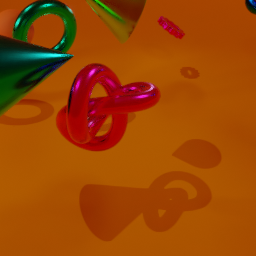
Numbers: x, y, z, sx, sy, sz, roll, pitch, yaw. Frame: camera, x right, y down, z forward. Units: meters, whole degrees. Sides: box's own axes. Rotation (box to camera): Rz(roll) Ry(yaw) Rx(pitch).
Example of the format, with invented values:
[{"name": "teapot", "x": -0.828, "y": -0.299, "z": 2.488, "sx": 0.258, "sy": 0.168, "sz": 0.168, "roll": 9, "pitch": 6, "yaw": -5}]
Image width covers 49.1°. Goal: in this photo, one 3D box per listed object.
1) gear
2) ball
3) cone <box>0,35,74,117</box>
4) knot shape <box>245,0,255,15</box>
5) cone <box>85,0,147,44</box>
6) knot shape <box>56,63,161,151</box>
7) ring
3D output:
[{"name": "gear", "x": 1.579, "y": -3.654, "z": 10.203, "sx": 1.102, "sy": 0.204, "sz": 1.102, "roll": 27, "pitch": 33, "yaw": -19}, {"name": "ball", "x": -2.883, "y": -2.501, "z": 7.116, "sx": 0.952, "sy": 0.952, "sz": 0.952, "roll": 0, "pitch": 36, "yaw": 0}, {"name": "cone", "x": -1.556, "y": -0.897, "z": 4.079, "sx": 1.561, "sy": 1.555, "sz": 1.555, "roll": -16, "pitch": 39, "yaw": -13}, {"name": "knot shape", "x": 2.531, "y": -2.351, "z": 4.743, "sx": 0.584, "sy": 1.265, "sz": 1.184, "roll": -34, "pitch": 32, "yaw": -18}, {"name": "cone", "x": -0.422, "y": -2.273, "z": 4.905, "sx": 1.188, "sy": 1.184, "sz": 1.184, "roll": 18, "pitch": 32, "yaw": -20}, {"name": "knot shape", "x": -0.479, "y": -0.211, "z": 4.752, "sx": 1.895, "sy": 1.773, "sz": 0.876, "roll": -13, "pitch": 64, "yaw": -47}, {"name": "ring", "x": -1.999, "y": -2.322, "z": 6.874, "sx": 1.667, "sy": 1.667, "sz": 0.333, "roll": -26, "pitch": 58, "yaw": -30}]
